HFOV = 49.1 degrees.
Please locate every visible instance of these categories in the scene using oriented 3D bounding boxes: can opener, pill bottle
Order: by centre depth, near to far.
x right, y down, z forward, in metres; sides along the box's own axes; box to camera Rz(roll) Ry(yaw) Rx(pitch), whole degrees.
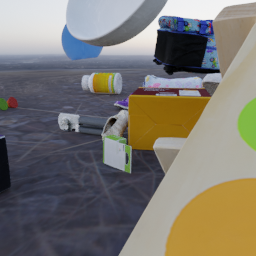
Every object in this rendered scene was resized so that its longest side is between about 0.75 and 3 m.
[{"bbox_3d":[-1.275,-0.136,8.624,2.032,0.535,0.675,8,17,26],"label":"can opener"},{"bbox_3d":[-1.584,-2.702,16.943,2.248,1.249,1.249,4,15,15],"label":"pill bottle"}]

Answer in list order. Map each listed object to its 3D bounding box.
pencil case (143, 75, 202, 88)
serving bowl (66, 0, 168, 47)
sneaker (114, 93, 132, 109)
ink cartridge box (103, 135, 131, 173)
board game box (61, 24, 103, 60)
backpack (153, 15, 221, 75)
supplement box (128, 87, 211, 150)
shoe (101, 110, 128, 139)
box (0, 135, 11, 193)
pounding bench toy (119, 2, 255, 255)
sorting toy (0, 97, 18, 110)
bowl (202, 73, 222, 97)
[{"bbox_3d":[2.194,-1.922,13.895,2.877,1.305,1.196,4,-19,9],"label":"pencil case"},{"bbox_3d":[-0.056,-2.154,4.467,2.076,2.076,0.683,14,-10,42],"label":"serving bowl"},{"bbox_3d":[0.043,-1.217,12.493,1.585,0.661,0.639,-14,20,-40],"label":"sneaker"},{"bbox_3d":[-0.146,0.539,5.928,0.830,0.613,0.314,15,20,41],"label":"ink cartridge box"},{"bbox_3d":[-1.916,-3.845,12.282,2.056,1.624,0.400,-3,9,18],"label":"board game box"},{"bbox_3d":[1.305,-1.529,5.260,1.458,0.981,1.331,3,21,-7],"label":"backpack"},{"bbox_3d":[1.141,-0.333,7.718,2.024,1.363,2.052,2,15,9],"label":"supplement box"},{"bbox_3d":[-0.317,-0.088,7.539,0.598,0.457,1.712,-30,21,27],"label":"shoe"},{"bbox_3d":[-3.228,0.647,4.707,1.942,1.013,1.437,8,17,25],"label":"box"},{"bbox_3d":[1.255,1.156,1.583,1.862,2.997,2.338,10,49,38],"label":"pounding bench toy"},{"bbox_3d":[-5.550,-0.971,12.195,0.548,0.552,1.592,-19,5,23],"label":"sorting toy"},{"bbox_3d":[3.594,-0.927,8.178,2.442,0.913,2.446,23,-11,42],"label":"bowl"}]
